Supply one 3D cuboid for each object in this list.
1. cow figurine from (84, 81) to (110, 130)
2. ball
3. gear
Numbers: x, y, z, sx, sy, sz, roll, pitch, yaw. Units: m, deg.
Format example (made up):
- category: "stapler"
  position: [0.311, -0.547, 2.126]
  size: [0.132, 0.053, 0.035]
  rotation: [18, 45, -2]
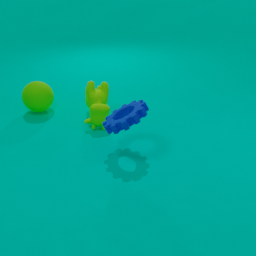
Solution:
- category: "cow figurine"
  position: [-0.998, -0.701, 8.947]
  size: [0.862, 1.546, 1.571]
  rotation: [1, -2, -15]
- category: "ball"
  position: [-3.000, -1.044, 9.339]
  size: [1.023, 1.023, 1.023]
  rotation: [0, 32, 0]
- category: "gear"
  position: [-0.065, -0.296, 7.104]
  size: [1.210, 0.224, 1.210]
  rotation: [-26, 22, 11]
